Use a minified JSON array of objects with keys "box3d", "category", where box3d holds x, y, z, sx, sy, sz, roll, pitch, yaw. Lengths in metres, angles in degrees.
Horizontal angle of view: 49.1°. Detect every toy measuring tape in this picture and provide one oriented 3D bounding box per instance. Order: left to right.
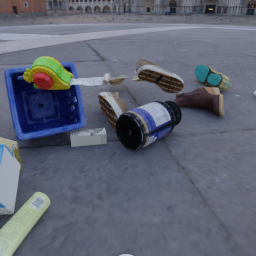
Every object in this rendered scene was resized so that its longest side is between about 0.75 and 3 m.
[{"box3d":[-1.827,-1.557,7.804,2.584,0.951,0.951,1,25,16],"category":"toy measuring tape"}]

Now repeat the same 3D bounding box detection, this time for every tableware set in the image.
[{"box3d":[0.090,-2.443,13.367,2.397,0.333,2.870,-10,16,3],"category":"tableware set"}]

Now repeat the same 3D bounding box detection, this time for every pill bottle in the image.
[{"box3d":[0.762,-0.183,9.218,1.233,1.233,2.205,23,33,39],"category":"pill bottle"}]

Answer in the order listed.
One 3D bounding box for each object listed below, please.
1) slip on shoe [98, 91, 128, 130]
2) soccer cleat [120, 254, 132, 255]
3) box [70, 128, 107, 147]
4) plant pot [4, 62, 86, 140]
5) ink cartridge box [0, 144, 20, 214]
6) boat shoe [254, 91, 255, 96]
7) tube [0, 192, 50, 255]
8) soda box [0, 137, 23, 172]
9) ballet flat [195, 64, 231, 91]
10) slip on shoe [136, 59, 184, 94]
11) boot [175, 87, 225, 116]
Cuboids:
[{"box3d":[-0.421,-0.762,10.686,0.874,1.097,2.886,-13,20,-13],"category":"slip on shoe"},{"box3d":[-0.019,2.516,4.037,0.691,0.853,1.977,1,25,3],"category":"soccer cleat"},{"box3d":[-1.293,0.301,9.170,1.150,0.393,0.473,-5,26,-10],"category":"box"},{"box3d":[-2.830,-0.853,9.390,2.190,2.190,1.969,-12,4,-23],"category":"plant pot"},{"box3d":[-3.374,1.136,5.964,1.673,1.231,1.210,-1,61,-4],"category":"ink cartridge box"},{"box3d":[6.272,-1.625,13.217,0.398,0.353,1.081,1,26,3],"category":"boat shoe"},{"box3d":[-2.231,2.008,5.670,0.493,0.441,1.700,-31,13,32],"category":"tube"},{"box3d":[-4.374,0.671,7.805,2.850,0.912,0.965,12,28,24],"category":"soda box"},{"box3d":[4.491,-2.634,14.844,1.005,1.005,2.844,-6,26,-12],"category":"ballet flat"},{"box3d":[1.297,-2.082,11.233,2.353,0.894,0.713,13,49,-31],"category":"slip on shoe"},{"box3d":[2.981,-1.031,11.823,1.924,0.837,2.313,-8,27,13],"category":"boot"}]
